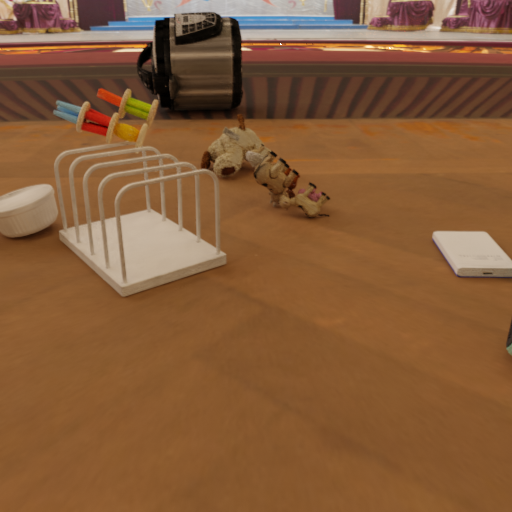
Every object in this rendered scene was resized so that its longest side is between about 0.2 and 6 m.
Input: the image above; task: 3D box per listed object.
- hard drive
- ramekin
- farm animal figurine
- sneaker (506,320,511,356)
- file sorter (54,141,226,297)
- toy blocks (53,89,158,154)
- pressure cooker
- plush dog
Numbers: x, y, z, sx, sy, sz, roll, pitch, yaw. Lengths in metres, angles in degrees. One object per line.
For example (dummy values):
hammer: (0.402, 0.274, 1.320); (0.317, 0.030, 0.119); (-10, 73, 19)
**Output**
hard drive: (3.223, -0.038, 8.331); (0.853, 0.164, 1.293); (1, 25, 1)
ramekin: (-3.786, -0.726, 9.185); (1.112, 0.518, 1.112); (-11, 28, 6)
farm animal figurine: (0.486, -1.232, 10.112); (1.453, 0.766, 1.469); (36, 7, -31)
sneaker: (4.150, 0.502, 6.274); (2.006, 1.115, 2.867); (17, 39, 29)
file sorter: (-1.782, -0.719, 8.262); (1.644, 1.475, 2.369); (-17, 30, -33)
toy blocks: (-2.383, -2.311, 8.935); (1.391, 0.505, 1.159); (19, 49, -10)
pressure cooker: (-2.180, -6.229, 18.316); (3.383, 3.022, 2.976); (-2, 1, -5)
plush dog: (-0.566, -2.370, 12.419); (1.535, 1.232, 1.318); (-19, 6, -36)
